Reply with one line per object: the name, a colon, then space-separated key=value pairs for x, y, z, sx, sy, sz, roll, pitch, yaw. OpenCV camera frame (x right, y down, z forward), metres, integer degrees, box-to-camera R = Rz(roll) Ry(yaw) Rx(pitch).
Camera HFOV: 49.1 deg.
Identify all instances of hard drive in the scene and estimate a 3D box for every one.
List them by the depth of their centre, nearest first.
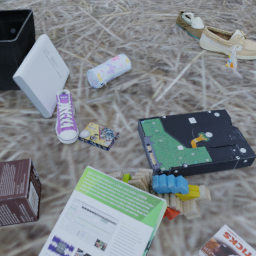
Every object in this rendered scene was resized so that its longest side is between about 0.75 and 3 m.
hard drive: x=1.865 y=0.411 z=8.054 sx=2.863 sy=0.542 sz=2.000 roll=-7 pitch=46 yaw=-11
hard drive: x=-2.834 y=-1.829 z=9.598 sx=0.347 sy=1.718 sz=2.604 roll=-13 pitch=41 yaw=18

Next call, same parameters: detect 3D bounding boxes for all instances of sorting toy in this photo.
sorting toy: x=4.275 y=-2.903 z=11.373 sx=0.421 sy=0.710 sz=0.788 roll=13 pitch=46 yaw=13

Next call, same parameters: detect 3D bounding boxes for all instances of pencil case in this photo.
pencil case: x=-0.692 y=-2.155 z=10.581 sx=0.808 sy=0.740 sz=1.781 roll=25 pitch=48 yaw=36

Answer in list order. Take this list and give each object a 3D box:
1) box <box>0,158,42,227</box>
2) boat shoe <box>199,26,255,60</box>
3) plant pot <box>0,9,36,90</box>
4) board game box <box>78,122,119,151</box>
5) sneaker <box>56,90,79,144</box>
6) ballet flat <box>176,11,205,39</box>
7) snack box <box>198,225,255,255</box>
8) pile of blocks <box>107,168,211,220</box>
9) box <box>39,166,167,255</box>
box: x=-2.860 y=1.538 z=6.584 sx=1.352 sy=1.121 sz=1.110 roll=-6 pitch=45 yaw=-6
boat shoe: x=4.508 y=-3.699 z=11.978 sx=2.837 sy=0.981 sz=1.046 roll=16 pitch=47 yaw=16
plant pot: x=-4.622 y=-2.690 z=10.100 sx=2.445 sy=2.169 sz=2.439 roll=-2 pitch=44 yaw=0
board game box: x=-0.891 y=0.247 z=8.560 sx=1.037 sy=0.179 sz=0.702 roll=19 pitch=48 yaw=19
sneaker: x=-1.967 y=-0.445 z=8.647 sx=0.675 sy=1.062 sz=1.863 roll=-9 pitch=47 yaw=-11
ballet flat: x=3.096 y=-5.037 z=13.462 sx=0.759 sy=0.810 sz=2.240 roll=-19 pitch=48 yaw=-18
snack box: x=2.654 y=3.132 z=5.546 sx=0.898 sy=0.304 sz=2.498 roll=-30 pitch=52 yaw=-27
pile of blocks: x=0.611 y=1.628 z=6.499 sx=2.731 sy=1.121 sz=0.849 roll=2 pitch=45 yaw=2
box: x=-0.593 y=2.314 z=5.603 sx=1.911 sy=0.481 sz=2.647 roll=21 pitch=72 yaw=20
